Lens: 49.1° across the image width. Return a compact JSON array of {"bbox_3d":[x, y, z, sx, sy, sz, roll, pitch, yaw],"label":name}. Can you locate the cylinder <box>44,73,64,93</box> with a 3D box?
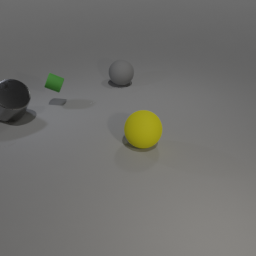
[{"bbox_3d":[-3.353,-2.058,12.754,0.700,0.700,0.700,20,27,-17],"label":"cylinder"}]

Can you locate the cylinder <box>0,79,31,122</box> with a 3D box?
[{"bbox_3d":[-4.925,-1.122,11.768,1.400,1.400,1.400,11,66,-25],"label":"cylinder"}]

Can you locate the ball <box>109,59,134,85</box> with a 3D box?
[{"bbox_3d":[-0.367,-3.072,15.476,1.400,1.400,1.400,0,31,0],"label":"ball"}]

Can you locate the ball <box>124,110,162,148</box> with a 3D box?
[{"bbox_3d":[0.557,0.046,10.267,1.400,1.400,1.400,0,31,0],"label":"ball"}]
